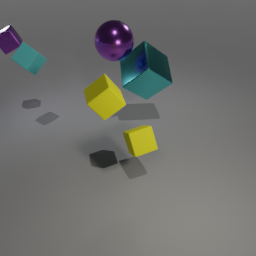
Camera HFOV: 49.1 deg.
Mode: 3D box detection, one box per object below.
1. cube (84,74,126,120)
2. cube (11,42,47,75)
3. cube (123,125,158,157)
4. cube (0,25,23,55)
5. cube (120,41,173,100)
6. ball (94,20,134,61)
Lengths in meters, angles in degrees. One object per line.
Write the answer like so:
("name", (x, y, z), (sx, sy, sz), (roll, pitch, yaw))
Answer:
("cube", (-0.589, -0.772, 7.016), (0.700, 0.700, 0.700), (-35, 40, 13))
("cube", (-3.353, -2.352, 9.532), (0.700, 0.700, 0.700), (37, 2, 9))
("cube", (0.344, 0.358, 8.082), (0.700, 0.700, 0.700), (-18, 7, -13))
("cube", (-4.473, -3.302, 10.472), (0.700, 0.700, 0.700), (-29, 35, 6))
("cube", (0.684, -2.201, 10.924), (1.400, 1.400, 1.400), (21, 52, -40))
("ball", (-0.488, -3.074, 9.913), (1.400, 1.400, 1.400), (0, 31, 0))
